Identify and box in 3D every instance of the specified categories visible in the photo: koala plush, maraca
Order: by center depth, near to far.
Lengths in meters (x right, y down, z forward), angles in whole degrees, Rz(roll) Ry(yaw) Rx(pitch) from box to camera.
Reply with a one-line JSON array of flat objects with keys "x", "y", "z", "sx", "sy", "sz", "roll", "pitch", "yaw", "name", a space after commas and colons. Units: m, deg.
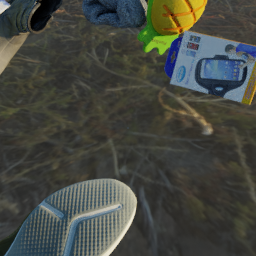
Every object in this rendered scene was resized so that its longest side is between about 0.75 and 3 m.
[{"x": 1.119, "y": -2.936, "z": 7.040, "sx": 1.630, "sy": 2.378, "sz": 1.272, "roll": 0, "pitch": 42, "yaw": -34, "name": "maraca"}, {"x": -0.252, "y": -4.326, "z": 7.894, "sx": 2.371, "sy": 2.580, "sz": 2.288, "roll": 14, "pitch": 31, "yaw": 26, "name": "koala plush"}]

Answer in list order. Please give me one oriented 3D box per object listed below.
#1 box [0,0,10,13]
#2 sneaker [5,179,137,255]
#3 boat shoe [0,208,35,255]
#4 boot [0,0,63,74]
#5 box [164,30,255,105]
[{"x": -3.988, "y": -3.041, "z": 6.137, "sx": 2.337, "sy": 0.557, "sz": 1.425, "roll": 43, "pitch": 72, "yaw": -11, "name": "box"}, {"x": -0.524, "y": 0.886, "z": 1.798, "sx": 1.439, "sy": 0.577, "sz": 0.506, "roll": -41, "pitch": 63, "yaw": -12, "name": "sneaker"}, {"x": -1.161, "y": 1.597, "z": 3.902, "sx": 2.000, "sy": 0.629, "sz": 0.730, "roll": -39, "pitch": 60, "yaw": 9, "name": "boat shoe"}, {"x": -2.863, "y": -2.448, "z": 7.128, "sx": 1.784, "sy": 0.946, "sz": 2.711, "roll": 13, "pitch": 77, "yaw": 42, "name": "boot"}, {"x": 2.055, "y": -1.519, "z": 6.889, "sx": 2.263, "sy": 1.347, "sz": 0.469, "roll": 16, "pitch": 14, "yaw": 9, "name": "box"}]
